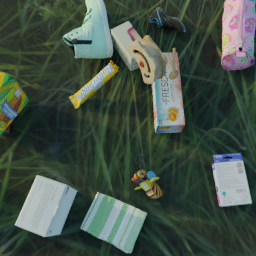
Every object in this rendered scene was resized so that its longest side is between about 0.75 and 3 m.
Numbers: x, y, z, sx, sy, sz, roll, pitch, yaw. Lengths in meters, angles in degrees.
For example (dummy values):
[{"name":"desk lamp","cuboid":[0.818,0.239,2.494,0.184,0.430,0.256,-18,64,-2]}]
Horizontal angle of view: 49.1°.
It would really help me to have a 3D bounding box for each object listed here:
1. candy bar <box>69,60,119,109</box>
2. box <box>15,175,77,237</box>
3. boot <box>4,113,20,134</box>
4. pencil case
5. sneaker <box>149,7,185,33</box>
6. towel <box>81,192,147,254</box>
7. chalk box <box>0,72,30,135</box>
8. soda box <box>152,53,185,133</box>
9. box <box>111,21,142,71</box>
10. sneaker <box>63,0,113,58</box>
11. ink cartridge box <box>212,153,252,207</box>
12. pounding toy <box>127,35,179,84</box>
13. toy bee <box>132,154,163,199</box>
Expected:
[{"name":"candy bar","cuboid":[-1.254,-1.620,10.387,2.250,0.249,0.561,-39,71,14]},{"name":"box","cuboid":[-2.470,2.450,8.768,1.020,1.561,1.553,18,73,8]},{"name":"boot","cuboid":[-4.694,-0.399,10.337,1.154,0.371,1.075,14,71,9]},{"name":"pencil case","cuboid":[4.314,-3.729,10.912,1.294,1.294,2.961,9,71,3]},{"name":"sneaker","cuboid":[1.616,-4.261,11.477,1.629,0.596,0.667,39,83,21]},{"name":"towel","cuboid":[-0.472,3.095,9.272,1.838,0.215,1.402,23,73,7]},{"name":"chalk box","cuboid":[-4.790,-0.736,9.558,1.379,1.389,2.225,18,62,21]},{"name":"soda box","cuboid":[1.413,-1.285,10.294,0.991,0.922,2.899,-2,71,0]},{"name":"box","cuboid":[0.079,-3.163,10.870,0.825,0.968,1.514,-30,75,-9]},{"name":"sneaker","cuboid":[-1.736,-4.097,10.980,1.755,1.095,2.975,-10,75,-16]},{"name":"ink cartridge box","cuboid":[3.520,1.765,9.623,1.037,0.365,1.738,-5,75,-2]},{"name":"pounding toy","cuboid":[0.941,-2.239,9.412,1.091,1.088,1.902,-31,78,-25]},{"name":"toy bee","cuboid":[0.487,1.757,9.374,1.543,0.839,1.010,40,121,20]}]
